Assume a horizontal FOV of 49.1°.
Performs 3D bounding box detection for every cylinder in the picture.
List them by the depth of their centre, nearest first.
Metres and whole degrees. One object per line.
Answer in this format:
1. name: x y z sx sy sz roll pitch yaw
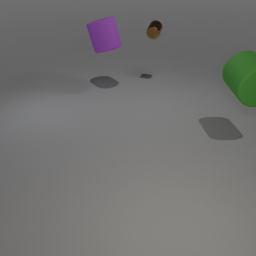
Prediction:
1. cylinder: 4.026 -1.628 9.203 1.400 1.400 1.400 -3 36 -5
2. cylinder: -1.149 -4.543 13.639 1.400 1.400 1.400 -14 25 6
3. cylinder: 1.369 -5.066 14.455 0.700 0.700 0.700 9 50 16
